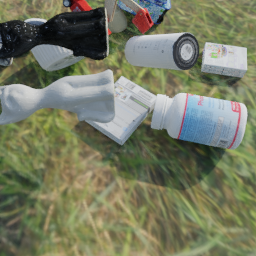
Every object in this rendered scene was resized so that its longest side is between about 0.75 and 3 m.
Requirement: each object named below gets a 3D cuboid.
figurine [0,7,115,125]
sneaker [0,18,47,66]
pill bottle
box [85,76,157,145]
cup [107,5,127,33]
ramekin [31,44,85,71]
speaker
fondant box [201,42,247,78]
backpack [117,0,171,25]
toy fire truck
[{"bbox_3d":[-1.840,-1.469,6.869,2.853,1.259,2.924,-5,72,-5],"label":"figurine"},{"bbox_3d":[-4.324,-3.401,11.192,2.560,0.973,1.850,-12,50,4],"label":"sneaker"},{"bbox_3d":[2.247,-0.297,9.215,2.825,1.536,1.536,11,61,6],"label":"pill bottle"},{"bbox_3d":[-0.224,-0.678,10.061,1.712,0.452,2.196,33,65,18],"label":"box"},{"bbox_3d":[-0.598,-4.855,12.204,1.150,0.822,1.150,0,61,0],"label":"cup"},{"bbox_3d":[-2.433,-3.034,10.401,2.294,2.294,1.204,-26,97,-14],"label":"ramekin"},{"bbox_3d":[0.780,-1.980,7.235,0.856,0.856,2.108,-38,30,-19],"label":"speaker"},{"bbox_3d":[3.840,-2.729,11.199,1.656,0.482,1.195,10,61,5],"label":"fondant box"},{"bbox_3d":[0.684,-5.824,11.899,2.243,1.648,2.053,10,58,-20],"label":"backpack"},{"bbox_3d":[-0.587,-3.298,7.767,2.312,1.631,0.564,49,30,-14],"label":"toy fire truck"}]
